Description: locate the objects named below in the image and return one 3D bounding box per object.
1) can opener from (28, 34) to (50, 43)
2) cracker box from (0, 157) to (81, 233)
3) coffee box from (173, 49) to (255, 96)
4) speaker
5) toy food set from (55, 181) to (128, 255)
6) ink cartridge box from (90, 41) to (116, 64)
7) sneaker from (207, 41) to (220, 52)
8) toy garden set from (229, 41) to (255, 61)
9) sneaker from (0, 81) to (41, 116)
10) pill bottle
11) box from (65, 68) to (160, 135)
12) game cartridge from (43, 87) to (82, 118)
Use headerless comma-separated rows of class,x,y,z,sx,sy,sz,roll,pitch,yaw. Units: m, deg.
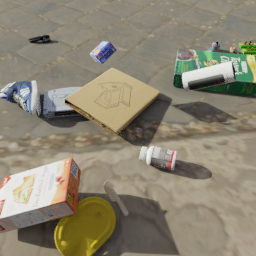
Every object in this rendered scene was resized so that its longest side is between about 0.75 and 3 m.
can opener,-3.651,-3.678,11.530,0.883,0.280,0.347,-8,48,-8
cracker box,-1.956,1.426,6.025,1.778,0.513,1.191,-18,37,10
coffee box,3.001,-1.984,9.677,2.746,0.604,1.688,9,47,8
speaker,1.715,-1.084,5.938,1.055,0.428,0.428,-9,41,27
toy food set,-0.811,2.017,5.982,1.636,0.534,0.963,-39,86,-26
ink cartridge box,-0.701,-2.167,8.024,0.583,0.326,0.854,-45,30,-3
sneaker,3.266,-3.086,10.849,0.368,0.443,0.927,28,53,24
toy garden set,4.542,-2.914,10.768,1.339,0.320,1.606,0,46,0
sneaker,-3.335,-0.856,8.575,1.162,0.639,1.587,-10,46,-10
pill bottle,0.769,0.744,7.146,0.904,0.501,0.501,12,48,11
box,-0.432,-0.940,8.646,1.956,0.255,2.393,31,48,18
game cartridge,-1.764,-0.839,8.776,1.684,0.341,1.123,-5,50,-8
